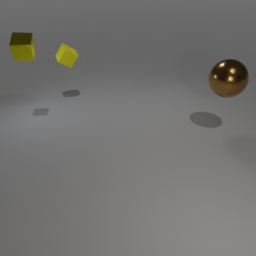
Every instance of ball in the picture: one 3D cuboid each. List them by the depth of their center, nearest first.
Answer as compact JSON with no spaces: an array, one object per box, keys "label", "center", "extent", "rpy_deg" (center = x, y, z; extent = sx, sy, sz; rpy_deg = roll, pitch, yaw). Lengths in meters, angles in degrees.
[{"label":"ball","center":[3.684,-1.814,10.284],"extent":[1.400,1.400,1.400],"rpy_deg":[0,29,0]}]

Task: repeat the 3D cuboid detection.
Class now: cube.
[{"label":"cube","center":[-3.710,-2.872,9.903],"extent":[0.700,0.700,0.700],"rpy_deg":[0,57,-7]},{"label":"cube","center":[-2.816,-3.321,12.891],"extent":[0.700,0.700,0.700],"rpy_deg":[21,25,-37]}]
